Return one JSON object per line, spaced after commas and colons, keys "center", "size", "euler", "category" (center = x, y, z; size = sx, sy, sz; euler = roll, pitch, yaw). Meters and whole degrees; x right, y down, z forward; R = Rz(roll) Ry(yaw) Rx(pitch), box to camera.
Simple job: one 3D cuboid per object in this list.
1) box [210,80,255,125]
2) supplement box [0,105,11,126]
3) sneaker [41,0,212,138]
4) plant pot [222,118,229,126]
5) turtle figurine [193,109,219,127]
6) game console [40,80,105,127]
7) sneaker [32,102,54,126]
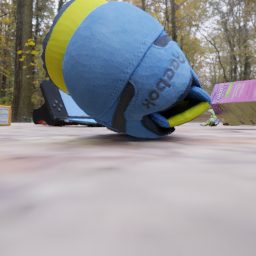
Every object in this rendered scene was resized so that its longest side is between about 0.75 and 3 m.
{"center": [2.527, -0.515, 6.038], "size": [0.981, 0.539, 1.116], "euler": [34, -20, -33], "category": "box"}
{"center": [-4.805, -0.416, 8.957], "size": [0.761, 0.787, 2.287], "euler": [3, -1, 17], "category": "supplement box"}
{"center": [0.208, -0.228, 2.859], "size": [1.071, 0.901, 2.732], "euler": [33, 0, 13], "category": "sneaker"}
{"center": [4.253, -0.523, 11.286], "size": [0.970, 0.651, 0.970], "euler": [-6, -11, -1], "category": "plant pot"}
{"center": [2.615, -0.327, 9.240], "size": [0.805, 0.580, 0.781], "euler": [4, -1, 23], "category": "turtle figurine"}
{"center": [-1.136, -0.797, 9.402], "size": [1.604, 2.424, 2.756], "euler": [-33, -17, 30], "category": "game console"}
{"center": [-2.654, -0.544, 11.044], "size": [1.460, 0.910, 2.725], "euler": [-4, 1, -36], "category": "sneaker"}
